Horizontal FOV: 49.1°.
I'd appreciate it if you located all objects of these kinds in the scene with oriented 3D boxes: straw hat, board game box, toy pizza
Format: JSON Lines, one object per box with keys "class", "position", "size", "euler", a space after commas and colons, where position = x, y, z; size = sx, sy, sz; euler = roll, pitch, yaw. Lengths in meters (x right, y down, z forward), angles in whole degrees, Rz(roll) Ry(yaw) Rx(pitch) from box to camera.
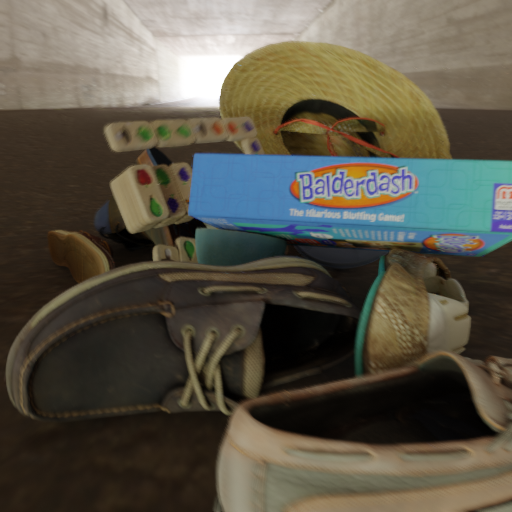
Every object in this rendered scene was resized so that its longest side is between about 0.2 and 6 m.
{"class": "straw hat", "position": [1.312, -1.946, 10.941], "size": [4.666, 1.975, 4.666], "euler": [6, 54, -8]}
{"class": "board game box", "position": [1.127, -0.509, 6.360], "size": [3.143, 0.707, 2.390], "euler": [4, -4, 13]}
{"class": "toy pizza", "position": [1.344, -0.460, 8.384], "size": [1.705, 0.270, 1.705], "euler": [-8, 51, 10]}

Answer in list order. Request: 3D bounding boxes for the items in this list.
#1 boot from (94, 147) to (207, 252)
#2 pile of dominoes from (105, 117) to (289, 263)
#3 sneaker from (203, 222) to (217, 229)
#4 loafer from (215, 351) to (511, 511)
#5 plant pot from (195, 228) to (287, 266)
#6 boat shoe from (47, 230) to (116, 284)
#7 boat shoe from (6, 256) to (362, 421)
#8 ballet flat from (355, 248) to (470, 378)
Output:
{"class": "boot", "position": [-1.600, -0.339, 8.416], "size": [1.106, 1.436, 2.962], "euler": [38, 19, -39]}
{"class": "pile of dominoes", "position": [-0.511, -0.848, 7.569], "size": [0.471, 2.305, 2.957], "euler": [-23, -2, 42]}
{"class": "sneaker", "position": [-0.706, -1.018, 10.215], "size": [2.162, 0.871, 1.583], "euler": [2, 21, 17]}
{"class": "loafer", "position": [1.158, 1.098, 3.651], "size": [3.022, 0.950, 1.086], "euler": [-10, 21, -28]}
{"class": "plant pot", "position": [-0.222, 0.126, 6.735], "size": [1.108, 0.746, 1.108], "euler": [7, -4, 0]}
{"class": "boat shoe", "position": [-2.274, -0.046, 7.703], "size": [0.656, 0.658, 1.823], "euler": [-12, 16, -36]}
{"class": "boat shoe", "position": [-0.353, 0.662, 4.678], "size": [3.169, 1.180, 1.162], "euler": [-13, 22, -31]}
{"class": "ballet flat", "position": [1.552, 0.500, 5.352], "size": [0.931, 1.006, 2.852], "euler": [5, 18, 16]}
